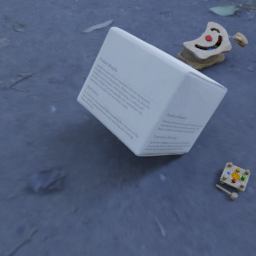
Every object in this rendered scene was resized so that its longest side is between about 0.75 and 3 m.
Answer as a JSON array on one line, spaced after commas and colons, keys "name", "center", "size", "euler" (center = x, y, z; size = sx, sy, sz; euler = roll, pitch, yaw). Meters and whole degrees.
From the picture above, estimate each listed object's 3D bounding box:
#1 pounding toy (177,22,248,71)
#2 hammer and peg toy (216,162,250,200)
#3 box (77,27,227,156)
[{"name": "pounding toy", "center": [2.926, -3.099, 9.675], "size": [2.358, 1.352, 1.348], "euler": [-22, 70, -18]}, {"name": "hammer and peg toy", "center": [2.510, 1.249, 6.692], "size": [0.619, 0.297, 0.842], "euler": [25, 54, 19]}, {"name": "box", "center": [0.584, -0.800, 6.773], "size": [2.335, 2.010, 2.346], "euler": [41, 22, 32]}]
